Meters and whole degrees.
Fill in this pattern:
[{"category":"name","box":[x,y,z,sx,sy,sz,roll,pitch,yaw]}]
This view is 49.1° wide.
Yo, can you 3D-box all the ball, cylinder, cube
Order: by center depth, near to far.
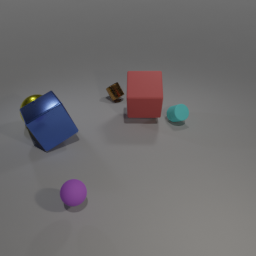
[{"category":"ball","box":[-1.435,1.700,7.370,0.700,0.700,0.700,0,30,0]},{"category":"cube","box":[-2.913,-0.283,10.345,1.400,1.400,1.400,-33,37,-11]},{"category":"ball","box":[-3.692,-0.680,11.480,1.400,1.400,1.400,0,30,0]},{"category":"cube","box":[0.671,-1.368,11.521,1.400,1.400,1.400,0,59,2]},{"category":"cylinder","box":[2.097,-0.628,11.842,0.700,0.700,0.700,-13,1,-22]},{"category":"cylinder","box":[-0.633,-1.799,13.849,0.700,0.700,0.700,-30,6,3]}]
